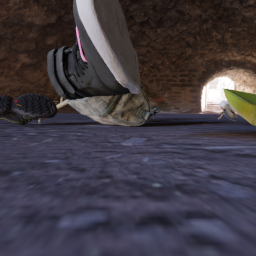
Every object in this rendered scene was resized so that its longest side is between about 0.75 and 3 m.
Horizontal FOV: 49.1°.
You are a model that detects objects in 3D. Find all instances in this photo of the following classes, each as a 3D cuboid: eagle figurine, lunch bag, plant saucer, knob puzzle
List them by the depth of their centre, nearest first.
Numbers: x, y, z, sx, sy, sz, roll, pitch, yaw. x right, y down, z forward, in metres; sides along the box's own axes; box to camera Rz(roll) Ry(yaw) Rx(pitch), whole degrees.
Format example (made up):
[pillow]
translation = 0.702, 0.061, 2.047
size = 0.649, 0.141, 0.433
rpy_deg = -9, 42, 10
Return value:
[plant saucer]
translation = 2.814, -0.295, 5.389
size = 1.689, 0.404, 1.687
rpy_deg = 10, 18, -1
[lunch bag]
translation = -0.549, -0.865, 8.655
size = 1.948, 1.618, 2.323
rpy_deg = 41, -15, -24
[eagle figurine]
translation = 3.405, -0.558, 9.158
size = 0.674, 0.677, 0.892
rpy_deg = 10, 2, -6
[knob puzzle]
translation = -2.807, -0.636, 10.083
size = 0.149, 1.074, 1.074
rpy_deg = 39, 2, -3

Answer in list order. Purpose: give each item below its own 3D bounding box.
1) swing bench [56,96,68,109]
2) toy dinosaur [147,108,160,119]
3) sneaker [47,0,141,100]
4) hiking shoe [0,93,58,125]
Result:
[swing bench]
translation = -1.383, -1.502, 12.897
size = 2.657, 1.724, 2.643
rpy_deg = 0, -9, 37
[toy dinosaur]
translation = 0.572, -0.507, 11.777
size = 1.462, 0.563, 0.748
rpy_deg = -6, -3, 39
[sneaker]
translation = -0.526, -0.785, 3.342
size = 1.188, 0.847, 2.395
rpy_deg = -7, -5, 7
[hiking shoe]
translation = -3.226, -0.550, 8.907
size = 2.077, 0.787, 1.046
rpy_deg = 4, -24, 0
